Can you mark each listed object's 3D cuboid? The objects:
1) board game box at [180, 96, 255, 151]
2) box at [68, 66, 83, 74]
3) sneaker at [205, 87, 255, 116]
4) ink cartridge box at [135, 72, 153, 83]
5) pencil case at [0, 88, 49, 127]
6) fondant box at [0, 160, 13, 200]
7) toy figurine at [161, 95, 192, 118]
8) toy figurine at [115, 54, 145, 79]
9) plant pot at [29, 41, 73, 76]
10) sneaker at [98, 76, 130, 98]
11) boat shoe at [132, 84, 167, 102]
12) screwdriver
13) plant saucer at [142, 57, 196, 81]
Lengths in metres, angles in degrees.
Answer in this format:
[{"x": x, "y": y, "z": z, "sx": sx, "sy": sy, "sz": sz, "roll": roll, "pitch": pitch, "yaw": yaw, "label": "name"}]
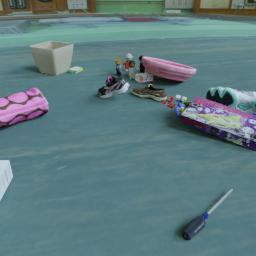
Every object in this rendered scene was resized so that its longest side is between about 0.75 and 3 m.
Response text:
[{"x": 3.480, "y": -0.250, "z": 10.113, "sx": 2.792, "sy": 0.451, "sz": 1.676, "roll": 22, "pitch": 36, "yaw": 22, "label": "board game box"}, {"x": -3.120, "y": -3.513, "z": 16.874, "sx": 0.530, "sy": 0.219, "sz": 0.904, "roll": 12, "pitch": 29, "yaw": 20, "label": "box"}, {"x": 4.914, "y": -1.124, "z": 11.661, "sx": 2.999, "sy": 1.166, "sz": 2.097, "roll": 25, "pitch": 32, "yaw": 29, "label": "sneaker"}, {"x": 0.975, "y": -2.786, "z": 15.364, "sx": 1.055, "sy": 0.356, "sz": 0.615, "roll": -13, "pitch": 31, "yaw": -19, "label": "ink cartridge box"}, {"x": -4.435, "y": -0.634, "z": 10.407, "sx": 2.989, "sy": 1.357, "sz": 1.400, "roll": -27, "pitch": 8, "yaw": -39, "label": "pencil case"}, {"x": -3.975, "y": 1.641, "z": 6.841, "sx": 1.549, "sy": 0.625, "sz": 2.147, "roll": -1, "pitch": 27, "yaw": -2, "label": "fondant box"}, {"x": 2.137, "y": -0.619, "z": 11.195, "sx": 0.852, "sy": 0.968, "sz": 1.615, "roll": -28, "pitch": -24, "yaw": 37, "label": "toy figurine"}, {"x": 0.137, "y": -3.591, "z": 16.082, "sx": 1.573, "sy": 1.094, "sz": 1.549, "roll": 22, "pitch": 35, "yaw": 34, "label": "toy figurine"}, {"x": -4.383, "y": -4.065, "z": 16.435, "sx": 1.811, "sy": 1.603, "sz": 1.809, "roll": 16, "pitch": 32, "yaw": 24, "label": "plant pot"}, {"x": -0.749, "y": -1.954, "z": 12.677, "sx": 1.888, "sy": 0.815, "sz": 0.758, "roll": -10, "pitch": 36, "yaw": 43, "label": "sneaker"}, {"x": 1.013, "y": -1.761, "z": 13.122, "sx": 1.799, "sy": 0.666, "sz": 0.664, "roll": 16, "pitch": 32, "yaw": 27, "label": "boat shoe"}, {"x": 1.939, "y": 1.920, "z": 6.627, "sx": 0.308, "sy": 0.295, "sz": 2.114, "roll": 46, "pitch": 49, "yaw": 14, "label": "screwdriver"}, {"x": 2.127, "y": -3.149, "z": 15.051, "sx": 2.960, "sy": 0.750, "sz": 2.960, "roll": 11, "pitch": 19, "yaw": -4, "label": "plant saucer"}]
